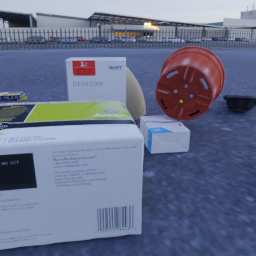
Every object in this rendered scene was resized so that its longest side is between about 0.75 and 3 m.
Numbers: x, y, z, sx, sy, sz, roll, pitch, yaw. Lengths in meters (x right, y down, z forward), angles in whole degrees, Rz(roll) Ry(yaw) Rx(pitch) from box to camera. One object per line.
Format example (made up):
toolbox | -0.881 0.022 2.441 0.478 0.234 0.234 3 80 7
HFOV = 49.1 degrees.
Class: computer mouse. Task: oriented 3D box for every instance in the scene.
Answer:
computer mouse | 4.547 -0.986 11.170 1.645 0.626 2.375 6 8 23

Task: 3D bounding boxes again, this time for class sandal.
sandal | 2.747 -1.687 12.230 1.050 1.150 2.641 1 21 -3

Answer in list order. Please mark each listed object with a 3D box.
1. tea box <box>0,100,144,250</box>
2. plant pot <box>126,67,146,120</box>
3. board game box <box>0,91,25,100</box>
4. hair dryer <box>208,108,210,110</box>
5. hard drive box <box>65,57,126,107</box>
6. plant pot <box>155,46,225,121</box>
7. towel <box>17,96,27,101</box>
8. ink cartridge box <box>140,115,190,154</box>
tea box | -1.183 0.561 4.961 2.516 1.681 2.475 -3 20 -7
plant pot | -0.617 -1.406 10.508 2.591 1.739 2.591 0 19 0
board game box | -5.481 -1.487 12.948 1.201 0.208 0.814 -3 19 0
hair dryer | 2.809 -0.833 11.118 0.903 0.245 0.688 9 21 22
hard drive box | -0.917 -0.984 8.537 1.745 2.238 0.860 -1 19 0
plant pot | 1.786 -1.273 8.406 2.123 2.123 2.065 6 23 17
towel | -4.881 -1.377 12.925 0.325 0.068 0.755 -2 19 -8
ink cartridge box | 0.937 0.075 7.990 1.048 0.604 1.810 -3 20 -9
